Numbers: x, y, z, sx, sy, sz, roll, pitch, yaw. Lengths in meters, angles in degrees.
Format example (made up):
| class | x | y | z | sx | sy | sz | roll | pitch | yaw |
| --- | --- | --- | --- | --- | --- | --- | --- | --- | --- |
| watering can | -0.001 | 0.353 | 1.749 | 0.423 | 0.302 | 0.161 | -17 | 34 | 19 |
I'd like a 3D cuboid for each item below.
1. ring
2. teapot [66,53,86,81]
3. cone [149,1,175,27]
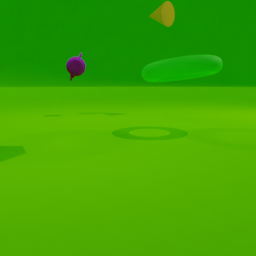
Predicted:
| class | x | y | z | sx | sy | sz | roll | pitch | yaw |
| --- | --- | --- | --- | --- | --- | --- | --- | --- | --- |
| ring | 1.320 | -1.450 | 6.963 | 1.969 | 0.394 | 1.969 | -6 | 4 | 0 |
| teapot | -1.984 | -2.298 | 10.629 | 0.718 | 1.155 | 0.566 | 22 | 10 | -13 |
| cone | 1.204 | -4.460 | 11.077 | 0.922 | 0.918 | 0.918 | 12 | 15 | 40 |
